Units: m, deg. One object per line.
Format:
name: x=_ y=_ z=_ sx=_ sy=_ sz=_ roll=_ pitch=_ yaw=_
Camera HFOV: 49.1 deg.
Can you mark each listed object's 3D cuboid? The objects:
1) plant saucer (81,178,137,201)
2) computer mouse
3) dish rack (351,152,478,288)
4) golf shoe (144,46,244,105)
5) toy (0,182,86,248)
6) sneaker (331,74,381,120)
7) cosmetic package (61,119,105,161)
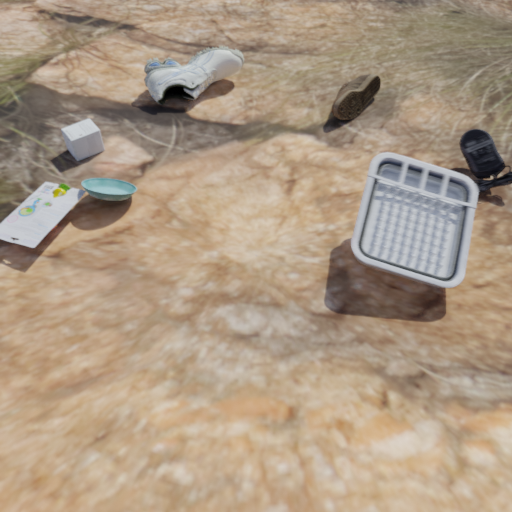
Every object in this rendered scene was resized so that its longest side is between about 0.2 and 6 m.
plant saucer: x=-2.974 y=-1.328 z=11.335 sx=1.090 sy=0.196 sz=1.090 roll=9 pitch=22 yaw=-4
computer mouse: x=4.764 y=-1.987 z=11.842 sx=1.039 sy=0.396 sz=1.501 roll=-17 pitch=65 yaw=14
dish rack: x=2.793 y=-0.600 z=10.034 sx=2.020 sy=0.512 sz=2.353 roll=18 pitch=65 yaw=2
golf shoe: x=-1.471 y=-4.423 z=14.141 sx=2.606 sy=1.020 sz=1.267 roll=-16 pitch=66 yaw=-7
toy: x=-4.159 y=-0.737 z=10.901 sx=0.994 sy=0.408 sz=1.726 roll=14 pitch=50 yaw=16
sneaker: x=2.315 y=-3.891 z=13.799 sx=0.721 sy=0.673 sz=1.910 roll=15 pitch=44 yaw=41
cosmetic package: x=-3.855 y=-2.589 z=12.499 sx=0.689 sy=0.573 sz=0.577 roll=-29 pitch=54 yaw=-23
